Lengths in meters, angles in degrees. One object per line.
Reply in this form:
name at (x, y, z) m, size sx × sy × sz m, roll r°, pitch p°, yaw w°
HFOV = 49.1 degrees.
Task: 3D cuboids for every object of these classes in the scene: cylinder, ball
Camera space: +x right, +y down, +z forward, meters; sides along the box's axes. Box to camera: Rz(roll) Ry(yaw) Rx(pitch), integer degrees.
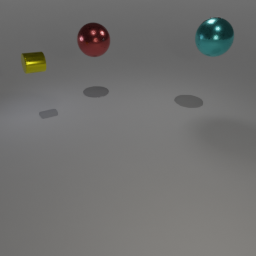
cylinder at (-3.309, -2.293, 9.822) m, size 0.700 × 0.700 × 0.700 m, roll -14°, pitch 33°, yaw -28°
ball at (3.204, -3.364, 10.406) m, size 1.400 × 1.400 × 1.400 m, roll 0°, pitch 30°, yaw 0°
ball at (-1.444, -3.711, 11.826) m, size 1.400 × 1.400 × 1.400 m, roll 0°, pitch 30°, yaw 0°
